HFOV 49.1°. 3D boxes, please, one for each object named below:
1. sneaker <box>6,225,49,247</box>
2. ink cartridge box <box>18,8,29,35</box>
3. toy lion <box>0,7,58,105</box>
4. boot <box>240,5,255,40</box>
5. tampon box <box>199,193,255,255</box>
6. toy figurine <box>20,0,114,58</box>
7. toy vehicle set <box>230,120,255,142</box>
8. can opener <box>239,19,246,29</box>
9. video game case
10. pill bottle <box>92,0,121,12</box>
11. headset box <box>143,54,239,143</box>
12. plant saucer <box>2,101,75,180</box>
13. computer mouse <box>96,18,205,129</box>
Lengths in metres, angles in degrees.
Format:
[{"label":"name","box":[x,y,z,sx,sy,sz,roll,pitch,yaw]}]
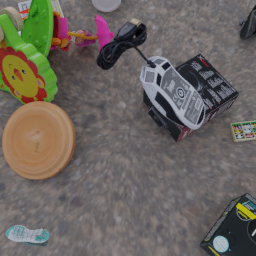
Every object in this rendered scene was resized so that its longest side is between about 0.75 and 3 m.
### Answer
[{"label":"sneaker","box":[-1.912,2.112,5.348,0.831,0.379,0.322,9,40,5]},{"label":"ink cartridge box","box":[-3.455,-3.330,9.533,1.489,0.523,1.832,-24,83,-10]},{"label":"toy lion","box":[-3.360,-1.775,8.082,2.851,2.733,0.979,-3,34,40]},{"label":"boot","box":[4.923,-3.390,9.495,1.809,0.719,2.078,30,61,7]},{"label":"tampon box","box":[2.719,2.588,6.691,1.176,0.991,1.570,39,71,16]},{"label":"toy figurine","box":[-1.755,-2.825,8.764,2.459,2.671,2.006,-2,94,-37]},{"label":"toy vehicle set","box":[3.537,0.082,8.315,0.898,0.119,0.558,-7,66,-3]},{"label":"can opener","box":[4.063,-3.571,9.979,0.260,0.207,0.777,5,61,39]},{"label":"video game case","box":[-3.132,-4.126,10.208,1.453,0.183,1.596,-18,66,-8]},{"label":"pill bottle","box":[-0.820,-5.270,10.249,1.048,1.048,1.811,-4,65,-2]},{"label":"headset box","box":[1.709,-0.858,8.304,2.371,0.916,1.764,-33,69,-13]},{"label":"plant saucer","box":[-2.496,0.325,7.653,2.153,0.348,2.153,-1,85,13]},{"label":"computer mouse","box":[0.641,-0.970,6.166,2.828,0.620,1.551,45,53,-20]}]
